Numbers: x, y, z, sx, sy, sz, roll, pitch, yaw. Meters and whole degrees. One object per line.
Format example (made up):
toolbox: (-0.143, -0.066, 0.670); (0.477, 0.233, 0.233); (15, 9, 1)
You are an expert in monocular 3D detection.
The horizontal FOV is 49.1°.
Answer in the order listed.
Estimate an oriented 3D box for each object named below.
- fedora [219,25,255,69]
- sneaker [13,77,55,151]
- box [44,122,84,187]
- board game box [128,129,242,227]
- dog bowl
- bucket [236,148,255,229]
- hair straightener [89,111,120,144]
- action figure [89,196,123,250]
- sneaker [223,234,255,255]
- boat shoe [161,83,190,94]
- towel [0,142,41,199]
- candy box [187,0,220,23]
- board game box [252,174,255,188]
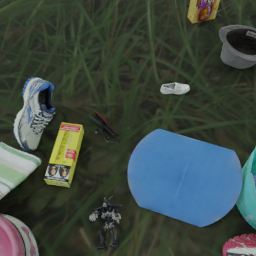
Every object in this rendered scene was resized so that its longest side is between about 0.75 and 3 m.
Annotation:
fedora: (4.096, -2.810, 10.113); (2.114, 0.954, 1.869); (-17, 61, -21)
sneaker: (-2.641, -0.382, 8.142); (0.938, 0.848, 2.201); (8, 91, 30)
box: (-1.808, 0.750, 8.118); (0.689, 0.459, 1.830); (9, 59, 4)
board game box: (1.416, 1.242, 7.282); (2.825, 2.232, 0.550); (17, 17, 8)
dog bowl: (-3.465, 3.165, 6.306); (2.707, 0.998, 2.707); (0, 58, -1)
bucket: (3.991, 1.490, 6.924); (2.575, 1.675, 2.575); (-1, 61, 1)
hair straightener: (-0.778, 0.064, 8.750); (0.541, 0.288, 1.406); (-37, 69, -20)
action figure: (-0.518, 2.316, 7.053); (0.786, 0.675, 1.323); (-10, 59, 6)
sneaker: (3.541, 3.093, 6.371); (2.650, 1.068, 0.989); (6, 85, 12)
boat shoe: (1.633, -1.378, 9.573); (1.011, 0.350, 0.358); (-6, 58, -4)
towel: (-3.616, 1.230, 7.329); (1.640, 0.337, 2.199); (16, 36, 22)
candy box: (3.091, -5.181, 11.093); (1.087, 1.863, 0.526); (-15, 58, -10)
board game box: (3.751, 1.843, 7.441); (1.191, 0.258, 1.186); (2, 62, 4)
